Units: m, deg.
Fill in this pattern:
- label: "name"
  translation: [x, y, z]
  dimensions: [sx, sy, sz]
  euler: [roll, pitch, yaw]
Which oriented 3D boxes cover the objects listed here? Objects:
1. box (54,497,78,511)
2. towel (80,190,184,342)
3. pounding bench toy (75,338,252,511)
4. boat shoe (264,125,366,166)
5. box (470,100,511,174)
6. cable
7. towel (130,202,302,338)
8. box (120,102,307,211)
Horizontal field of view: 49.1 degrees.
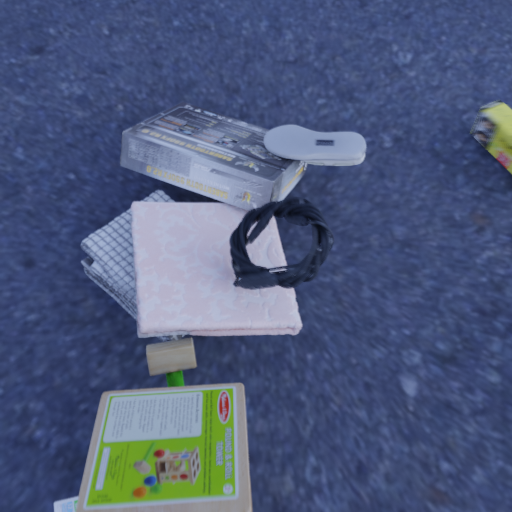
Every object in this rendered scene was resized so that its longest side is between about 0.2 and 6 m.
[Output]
- label: "box"
  translation: [-2.118, 3.671, 7.095]
  dimensions: [0.661, 0.596, 1.176]
  euler: [-13, 63, -7]
- label: "towel"
  translation: [-1.458, 0.177, 8.683]
  dimensions: [2.064, 0.883, 1.709]
  euler: [38, 57, 16]
- label: "pounding bench toy"
  translation: [-0.927, 2.631, 6.965]
  dimensions: [1.692, 2.125, 2.724]
  euler: [-4, 34, -2]
- label: "boat shoe"
  translation: [0.938, -1.710, 8.946]
  dimensions: [1.613, 0.530, 0.580]
  euler: [3, 69, 11]
- label: "box"
  translation: [4.645, -1.860, 9.858]
  dimensions: [0.478, 0.718, 1.909]
  euler: [-25, 61, -14]
- label: "cable"
  translation: [0.339, -0.183, 7.378]
  dimensions: [1.569, 0.399, 1.280]
  euler: [-12, 56, 34]
- label: "towel"
  translation: [-0.632, 0.143, 8.018]
  dimensions: [2.234, 0.377, 2.339]
  euler: [0, 50, -15]
- label: "box"
  translation: [-0.596, -1.707, 9.402]
  dimensions: [2.615, 0.632, 2.071]
  euler: [20, 33, 11]
